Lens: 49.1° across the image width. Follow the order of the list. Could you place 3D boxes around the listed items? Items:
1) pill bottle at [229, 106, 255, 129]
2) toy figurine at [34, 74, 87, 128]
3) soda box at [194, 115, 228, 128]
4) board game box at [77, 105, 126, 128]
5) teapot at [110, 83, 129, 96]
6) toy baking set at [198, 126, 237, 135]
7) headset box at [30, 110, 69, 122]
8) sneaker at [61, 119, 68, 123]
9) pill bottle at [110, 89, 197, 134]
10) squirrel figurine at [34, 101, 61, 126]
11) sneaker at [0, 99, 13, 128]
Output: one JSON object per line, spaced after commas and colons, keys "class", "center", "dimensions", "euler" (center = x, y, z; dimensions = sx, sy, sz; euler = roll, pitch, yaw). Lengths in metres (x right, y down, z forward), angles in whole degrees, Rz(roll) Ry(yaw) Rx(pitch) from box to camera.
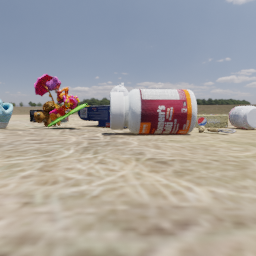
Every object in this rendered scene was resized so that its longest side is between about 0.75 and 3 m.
{"class": "pill bottle", "center": [4.371, -0.387, 10.296], "dimensions": [0.843, 0.843, 1.486], "euler": [0, 3, -1]}
{"class": "toy figurine", "center": [-2.653, -1.194, 10.324], "dimensions": [1.908, 1.756, 1.433], "euler": [-22, 14, 38]}
{"class": "soda box", "center": [3.229, -0.274, 11.239], "dimensions": [1.479, 0.501, 0.473], "euler": [0, 3, 14]}
{"class": "board game box", "center": [-0.201, -0.534, 12.284], "dimensions": [2.893, 0.892, 2.891], "euler": [3, 4, 43]}
{"class": "teapot", "center": [-0.360, -1.515, 12.112], "dimensions": [0.927, 0.686, 0.940], "euler": [-14, 36, -32]}
{"class": "toy baking set", "center": [2.717, 0.053, 8.575], "dimensions": [1.117, 0.169, 1.455], "euler": [2, 4, 24]}
{"class": "headset box", "center": [-4.589, -0.731, 16.654], "dimensions": [1.469, 0.762, 1.974], "euler": [3, 4, 44]}
{"class": "sneaker", "center": [-3.711, -0.565, 14.955], "dimensions": [0.446, 0.634, 1.193], "euler": [3, 4, 36]}
{"class": "pill bottle", "center": [0.659, -0.472, 7.977], "dimensions": [2.323, 1.273, 1.273], "euler": [0, 3, -5]}
{"class": "squirrel figurine", "center": [-3.361, -0.601, 11.699], "dimensions": [1.033, 1.107, 0.784], "euler": [9, 4, -29]}
{"class": "sneaker", "center": [-5.037, -0.617, 9.874], "dimensions": [0.995, 1.103, 2.691], "euler": [26, 6, 4]}
